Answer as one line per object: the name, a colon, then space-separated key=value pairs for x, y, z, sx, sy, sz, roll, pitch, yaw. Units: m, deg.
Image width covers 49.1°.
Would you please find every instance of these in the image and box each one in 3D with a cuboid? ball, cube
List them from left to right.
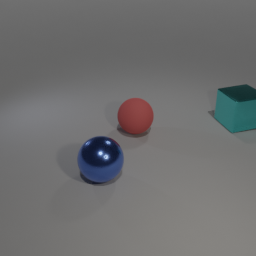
ball: x=-0.820 y=0.934 z=8.445 sx=1.400 sy=1.400 sz=1.400 roll=0 pitch=30 yaw=0
ball: x=0.291 y=-0.465 z=10.822 sx=1.400 sy=1.400 sz=1.400 roll=0 pitch=30 yaw=0
cube: x=4.560 y=-0.827 z=11.449 sx=1.400 sy=1.400 sz=1.400 roll=-10 pitch=31 yaw=-11
